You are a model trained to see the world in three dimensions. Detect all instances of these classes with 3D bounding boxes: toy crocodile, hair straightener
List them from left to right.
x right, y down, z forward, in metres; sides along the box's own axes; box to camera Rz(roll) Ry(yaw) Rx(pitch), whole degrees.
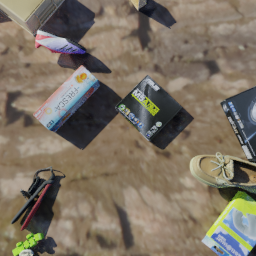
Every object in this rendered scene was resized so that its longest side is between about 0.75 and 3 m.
[{"bbox_3d":[-2.985,3.467,8.339,1.062,0.328,0.358,-38,65,4],"label":"toy crocodile"},{"bbox_3d":[-2.933,2.013,8.489,0.785,0.417,2.040,29,83,4],"label":"hair straightener"}]

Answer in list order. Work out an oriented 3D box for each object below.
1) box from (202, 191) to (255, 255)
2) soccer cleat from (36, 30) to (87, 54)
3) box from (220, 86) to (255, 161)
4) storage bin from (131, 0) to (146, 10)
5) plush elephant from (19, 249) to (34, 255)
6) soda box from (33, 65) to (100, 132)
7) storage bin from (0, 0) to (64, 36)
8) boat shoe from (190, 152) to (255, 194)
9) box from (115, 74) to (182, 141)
[{"bbox_3d":[3.267,3.006,8.343,1.178,0.460,1.932,39,83,6],"label":"box"},{"bbox_3d":[-2.119,-2.577,8.865,1.622,0.553,0.594,18,101,-4],"label":"soccer cleat"},{"bbox_3d":[4.135,-0.232,8.776,1.677,0.456,2.094,-23,83,-3],"label":"box"},{"bbox_3d":[0.278,-4.462,9.185,0.368,0.786,0.780,-34,84,-6],"label":"storage bin"},{"bbox_3d":[-2.938,3.975,7.917,0.805,1.039,0.856,-27,125,-21],"label":"plush elephant"},{"bbox_3d":[-1.872,-0.893,8.749,0.737,0.685,2.155,43,85,5],"label":"soda box"},{"bbox_3d":[-3.331,-4.385,9.149,1.823,0.854,1.810,37,83,5],"label":"storage bin"},{"bbox_3d":[3.127,1.246,8.074,2.671,0.837,0.979,11,63,-8],"label":"boat shoe"},{"bbox_3d":[0.649,-0.631,8.876,1.502,0.370,1.556,-45,85,-3],"label":"box"}]
